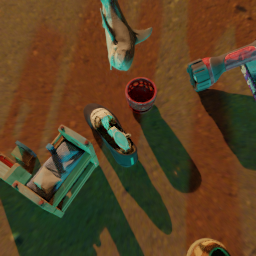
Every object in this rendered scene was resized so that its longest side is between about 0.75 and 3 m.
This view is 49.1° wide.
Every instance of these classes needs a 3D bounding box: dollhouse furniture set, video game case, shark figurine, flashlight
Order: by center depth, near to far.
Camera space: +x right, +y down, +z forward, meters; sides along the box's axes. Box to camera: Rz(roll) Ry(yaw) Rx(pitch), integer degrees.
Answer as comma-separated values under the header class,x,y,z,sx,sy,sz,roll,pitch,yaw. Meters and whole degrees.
class,x,y,z,sx,sy,sz,roll,pitch,yaw
shark figurine,-0.050,-2.055,5.265,0.983,1.408,2.356,-9,81,-3
dollhouse furniture set,-1.976,0.601,5.963,2.127,1.490,1.499,30,70,13
flashlight,2.733,-1.698,7.143,2.372,0.806,0.803,-20,76,4
video game case,4.177,-1.361,7.448,1.964,0.352,1.780,-12,65,-5

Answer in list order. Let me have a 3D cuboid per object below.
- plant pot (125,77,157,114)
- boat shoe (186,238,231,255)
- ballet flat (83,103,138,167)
class,x,y,z,sx,sy,sz,roll,pitch,yaw
plant pot,0.318,-0.764,7.003,0.769,0.700,0.769,0,65,0
boat shoe,1.631,3.513,4.885,1.129,1.102,2.984,-7,66,-3
ballet flat,-0.416,0.027,6.664,0.731,0.731,2.001,-32,70,-13
